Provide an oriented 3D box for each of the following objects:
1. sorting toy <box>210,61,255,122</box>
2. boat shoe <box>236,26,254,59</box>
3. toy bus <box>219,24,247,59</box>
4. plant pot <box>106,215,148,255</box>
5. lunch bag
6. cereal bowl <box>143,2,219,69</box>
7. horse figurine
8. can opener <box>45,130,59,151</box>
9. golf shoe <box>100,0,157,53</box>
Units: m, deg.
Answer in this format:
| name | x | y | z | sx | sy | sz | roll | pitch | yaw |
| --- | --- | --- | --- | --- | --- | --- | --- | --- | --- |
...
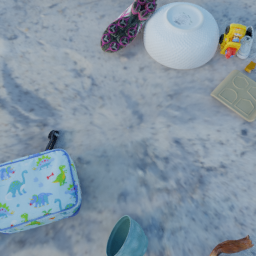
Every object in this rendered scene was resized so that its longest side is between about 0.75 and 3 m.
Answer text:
| name | x | y | z | sx | sy | sz | roll | pitch | yaw |
| --- | --- | --- | --- | --- | --- | --- | --- | --- | --- |
| sorting toy | 4.199 | -1.357 | 9.854 | 1.700 | 0.305 | 2.282 | 39 | 67 | 19 |
| boat shoe | 4.533 | -3.304 | 10.728 | 0.525 | 0.479 | 1.459 | 22 | 65 | 11 |
| toy bus | 3.827 | -3.109 | 10.270 | 0.726 | 1.070 | 1.027 | 11 | 66 | -4 |
| plant pot | 0.040 | 2.954 | 7.248 | 0.753 | 1.124 | 1.124 | 33 | 64 | -13 |
| lunch bag | -2.589 | 1.712 | 7.835 | 2.436 | 1.004 | 1.958 | -16 | 65 | -8 |
| cereal bowl | 2.050 | -3.707 | 10.537 | 2.922 | 1.217 | 2.922 | 0 | 62 | -1 |
| horse figurine | 2.425 | 3.987 | 6.746 | 1.847 | 0.696 | 2.787 | 1 | 70 | 19 |
| can opener | -2.421 | 0.453 | 8.935 | 0.278 | 0.344 | 0.876 | 29 | 56 | -33 |
| golf shoe | -0.014 | -3.924 | 10.835 | 1.022 | 1.296 | 2.814 | 44 | 86 | -13 |
